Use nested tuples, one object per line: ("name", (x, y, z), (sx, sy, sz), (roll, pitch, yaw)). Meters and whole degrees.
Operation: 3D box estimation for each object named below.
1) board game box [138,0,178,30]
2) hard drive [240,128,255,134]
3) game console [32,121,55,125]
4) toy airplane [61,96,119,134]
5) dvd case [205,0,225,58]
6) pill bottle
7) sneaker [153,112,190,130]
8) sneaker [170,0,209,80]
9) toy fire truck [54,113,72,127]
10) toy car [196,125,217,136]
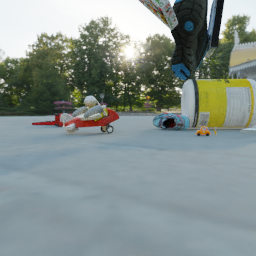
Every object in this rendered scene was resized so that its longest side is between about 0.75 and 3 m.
("board game box", (0.535, -3.271, 7.043), (0.286, 1.655, 1.045), (-44, -21, 10))
("hard drive", (3.425, 0.082, 7.570), (0.538, 0.109, 0.816), (2, 4, 36))
("game console", (-3.655, -0.260, 13.148), (1.217, 0.214, 1.376), (1, 3, 9))
("toy airplane", (-1.070, -0.343, 7.306), (1.399, 0.987, 1.393), (1, 4, 20))
("dvd case", (2.973, -3.600, 9.665), (0.245, 1.989, 2.788), (8, 8, 10))
("pill bottle", (3.334, -0.791, 9.268), (2.950, 1.652, 1.652), (0, 3, 2))
("sneaker", (1.248, -0.224, 9.061), (0.694, 0.576, 1.452), (-5, 5, -39))
("sneaker", (1.965, -2.968, 8.666), (1.063, 2.904, 1.189), (31, 53, 27))
("toy fire truck", (-2.368, -0.365, 12.037), (1.529, 0.528, 2.168), (-1, 3, -21))
("toy car", (1.913, 0.049, 6.844), (0.372, 0.252, 0.759), (2, 4, 33))
